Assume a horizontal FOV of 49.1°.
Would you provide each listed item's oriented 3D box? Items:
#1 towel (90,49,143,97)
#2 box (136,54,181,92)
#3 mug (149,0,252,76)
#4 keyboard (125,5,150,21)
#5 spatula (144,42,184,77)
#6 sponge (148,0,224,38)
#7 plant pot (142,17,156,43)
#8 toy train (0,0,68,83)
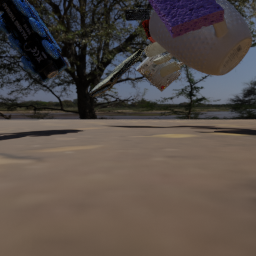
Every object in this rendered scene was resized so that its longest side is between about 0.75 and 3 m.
[{"bbox_3d":[-0.494,-2.217,11.745,2.171,0.389,2.255,-48,15,-24],"label":"towel"},{"bbox_3d":[1.338,-2.467,12.130,1.566,1.221,0.322,36,29,-22],"label":"box"},{"bbox_3d":[2.128,-2.949,8.108,2.572,2.166,2.934,48,7,24],"label":"mug"},{"bbox_3d":[0.326,-3.900,9.460,0.816,0.490,0.105,-2,18,3],"label":"keyboard"},{"bbox_3d":[2.005,-2.961,10.651,2.423,0.195,1.685,-21,-48,25],"label":"spatula"},{"bbox_3d":[0.822,-2.003,4.432,0.796,1.428,0.213,-20,-39,1],"label":"sponge"},{"bbox_3d":[1.273,-3.977,11.458,0.991,0.991,0.874,-26,-30,16],"label":"plant pot"},{"bbox_3d":[-2.876,-2.693,8.575,1.193,2.753,1.573,-34,0,9],"label":"toy train"}]
